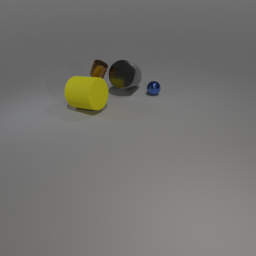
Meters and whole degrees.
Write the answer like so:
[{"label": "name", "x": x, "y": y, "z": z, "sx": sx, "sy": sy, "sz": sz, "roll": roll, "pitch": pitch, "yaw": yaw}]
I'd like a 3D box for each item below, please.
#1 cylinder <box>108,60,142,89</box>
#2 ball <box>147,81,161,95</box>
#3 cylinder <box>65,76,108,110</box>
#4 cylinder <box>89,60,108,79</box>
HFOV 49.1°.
[{"label": "cylinder", "x": -0.120, "y": -2.665, "z": 14.168, "sx": 1.400, "sy": 1.400, "sz": 1.400, "roll": 8, "pitch": 9, "yaw": 14}, {"label": "ball", "x": 1.299, "y": -2.017, "z": 14.122, "sx": 0.700, "sy": 0.700, "sz": 0.700, "roll": 0, "pitch": 29, "yaw": 0}, {"label": "cylinder", "x": -1.817, "y": -1.551, "z": 12.368, "sx": 1.400, "sy": 1.400, "sz": 1.400, "roll": 10, "pitch": 30, "yaw": 31}, {"label": "cylinder", "x": -1.370, "y": -2.725, "z": 13.125, "sx": 0.700, "sy": 0.700, "sz": 0.700, "roll": 20, "pitch": 33, "yaw": -14}]
